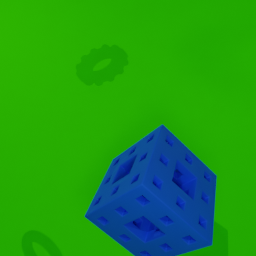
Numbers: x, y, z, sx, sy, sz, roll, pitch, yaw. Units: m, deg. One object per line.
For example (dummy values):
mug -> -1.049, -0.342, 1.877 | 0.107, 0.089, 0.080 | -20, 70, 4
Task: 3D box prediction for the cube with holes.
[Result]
cube with holes -> 0.415, 1.056, 4.416 | 1.309, 1.309, 1.309 | 42, 38, -13
